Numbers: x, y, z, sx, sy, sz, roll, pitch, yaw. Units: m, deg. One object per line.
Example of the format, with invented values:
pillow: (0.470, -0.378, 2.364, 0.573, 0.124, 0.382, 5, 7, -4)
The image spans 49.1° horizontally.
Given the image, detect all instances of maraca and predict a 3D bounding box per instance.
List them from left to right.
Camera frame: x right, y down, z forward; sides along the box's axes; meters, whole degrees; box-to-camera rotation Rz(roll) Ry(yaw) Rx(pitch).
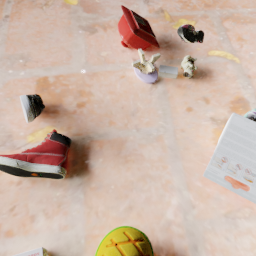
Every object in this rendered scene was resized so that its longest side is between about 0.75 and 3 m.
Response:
maraca: (-0.205, 4.121, 8.059, 1.746, 1.362, 2.546, 21, 60, 6)

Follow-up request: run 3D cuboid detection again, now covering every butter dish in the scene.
butter dish: (0.240, -4.410, 13.259, 1.995, 1.475, 1.990, 10, 52, -46)

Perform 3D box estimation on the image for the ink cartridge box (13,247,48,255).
ink cartridge box: (-2.902, 4.494, 8.235, 1.150, 0.664, 1.581, -14, 60, -8)

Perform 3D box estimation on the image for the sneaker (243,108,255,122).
sneaker: (5.519, -0.253, 11.132, 1.619, 0.629, 1.132, -13, 63, -2)

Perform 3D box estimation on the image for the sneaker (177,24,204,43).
sneaker: (2.250, -3.469, 10.632, 0.689, 1.596, 0.641, 7, 94, 40)

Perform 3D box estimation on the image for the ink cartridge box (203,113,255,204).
ink cartridge box: (4.384, 1.154, 10.358, 2.359, 0.697, 2.947, 27, 71, 15)

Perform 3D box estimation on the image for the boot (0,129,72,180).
boot: (-3.454, 0.831, 10.337, 2.593, 0.939, 1.870, 7, 58, -5)

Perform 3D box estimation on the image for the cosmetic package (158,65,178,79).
cosmetic package: (1.822, -2.536, 12.667, 0.850, 0.345, 0.480, 6, 58, 4)

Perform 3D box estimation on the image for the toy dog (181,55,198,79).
toy dog: (2.682, -2.674, 12.552, 0.871, 0.627, 0.899, -16, 67, 41)

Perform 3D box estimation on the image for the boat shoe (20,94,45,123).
boat shoe: (-3.566, -0.879, 10.542, 0.786, 0.953, 2.777, -15, 18, -17)

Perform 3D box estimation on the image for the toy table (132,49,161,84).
toy table: (0.816, -2.782, 12.521, 1.359, 0.866, 1.478, -32, 63, -18)
